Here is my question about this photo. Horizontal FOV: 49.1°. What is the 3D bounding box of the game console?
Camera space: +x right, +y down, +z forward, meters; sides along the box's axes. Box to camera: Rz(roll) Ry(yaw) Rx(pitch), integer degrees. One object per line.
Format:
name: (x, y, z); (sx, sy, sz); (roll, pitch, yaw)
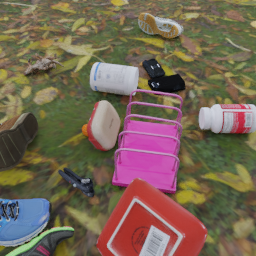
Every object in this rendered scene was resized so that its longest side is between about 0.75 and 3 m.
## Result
game console: (1.319, -2.180, 11.426); (1.340, 0.274, 2.272); (-13, 48, -13)

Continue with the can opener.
can opener: (-1.435, 1.429, 7.604); (1.321, 0.520, 0.419); (25, 21, 29)

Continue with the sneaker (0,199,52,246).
sneaker: (-3.158, 2.096, 6.475); (2.700, 1.203, 1.060); (-9, 46, -10)

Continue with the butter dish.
butter dish: (0.644, 2.376, 6.151); (1.963, 1.455, 1.968); (32, 96, 33)

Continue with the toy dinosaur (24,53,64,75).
toy dinosaur: (-3.558, -2.692, 11.729); (1.599, 0.686, 1.084); (-18, 8, -40)

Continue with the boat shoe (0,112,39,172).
boat shoe: (-3.527, 0.455, 7.968); (0.979, 1.036, 2.881); (-12, 18, 10)

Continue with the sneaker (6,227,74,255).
sneaker: (-1.935, 2.797, 6.305); (1.656, 0.636, 0.694); (-27, 73, -24)

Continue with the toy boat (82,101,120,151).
toy boat: (-0.967, -0.048, 8.904); (1.123, 1.121, 1.718); (-16, 39, 27)

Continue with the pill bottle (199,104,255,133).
pill bottle: (3.217, -0.301, 9.061); (1.669, 0.937, 0.937); (1, 45, 0)

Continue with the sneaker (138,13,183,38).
sneaker: (1.629, -5.102, 14.080); (2.425, 0.917, 1.063); (33, 38, 25)

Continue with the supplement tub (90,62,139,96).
supplement tub: (-0.498, -1.832, 10.495); (1.645, 1.086, 1.086); (10, 46, 8)

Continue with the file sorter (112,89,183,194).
file sorter: (0.633, 0.274, 8.015); (1.740, 1.570, 2.504); (7, 45, 5)
